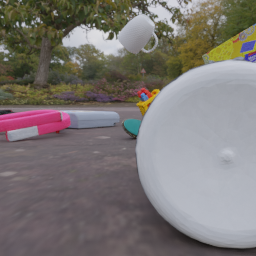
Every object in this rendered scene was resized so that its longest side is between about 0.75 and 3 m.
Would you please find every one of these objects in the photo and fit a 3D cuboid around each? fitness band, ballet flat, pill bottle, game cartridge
[{"bbox_3d":[-2.581,-0.119,6.652,1.785,0.465,2.485,6,14,43],"label":"fitness band"},{"bbox_3d":[0.371,0.062,6.384,1.298,0.440,0.489,3,-19,-27],"label":"ballet flat"},{"bbox_3d":[0.756,0.067,2.346,1.026,1.026,1.932,1,6,15],"label":"pill bottle"},{"bbox_3d":[-1.951,-0.344,9.902,1.953,0.609,2.933,1,3,-43],"label":"game cartridge"}]

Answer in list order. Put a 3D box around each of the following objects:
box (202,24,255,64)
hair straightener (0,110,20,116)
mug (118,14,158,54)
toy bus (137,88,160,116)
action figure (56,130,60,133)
[{"bbox_3d":[3.189,-0.885,4.155,2.689,1.703,2.792,-7,-14,-45],"label":"box"},{"bbox_3d":[-4.919,-0.416,11.374,2.804,0.574,1.079,8,9,28],"label":"hair straightener"},{"bbox_3d":[0.551,-3.788,11.554,1.343,1.531,1.131,-43,6,31],"label":"mug"},{"bbox_3d":[1.003,-1.004,10.595,1.368,1.313,0.928,-35,13,-12],"label":"toy bus"},{"bbox_3d":[-2.129,-0.099,8.000,0.539,0.426,1.648,-4,3,-12],"label":"action figure"}]
